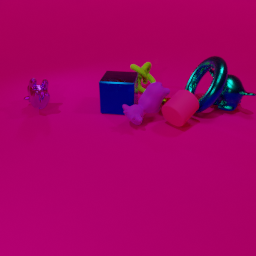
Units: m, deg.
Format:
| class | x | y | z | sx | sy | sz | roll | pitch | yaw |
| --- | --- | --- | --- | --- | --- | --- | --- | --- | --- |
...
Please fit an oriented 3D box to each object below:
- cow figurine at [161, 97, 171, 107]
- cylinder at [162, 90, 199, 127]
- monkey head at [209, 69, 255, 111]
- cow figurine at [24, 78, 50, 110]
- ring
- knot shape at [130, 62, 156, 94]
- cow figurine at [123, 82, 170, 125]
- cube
| class | x | y | z | sx | sy | sz | roll | pitch | yaw |
| --- | --- | --- | --- | --- | --- | --- | --- | --- | --- |
| cow figurine | 1.380 | -0.866 | 9.530 | 1.055 | 0.579 | 1.038 | 5 | 32 | -1 |
| cylinder | 1.553 | -0.592 | 8.320 | 0.806 | 0.806 | 0.806 | 27 | 61 | 39 |
| monkey head | 3.460 | -1.253 | 9.503 | 1.374 | 1.151 | 1.911 | -8 | 38 | -37 |
| cow figurine | -3.049 | -1.052 | 9.424 | 0.747 | 1.340 | 1.362 | 0 | 52 | -28 |
| ring | 2.493 | -1.424 | 9.207 | 0.399 | 1.997 | 1.997 | 23 | 24 | -18 |
| knot shape | 0.645 | -2.063 | 10.926 | 0.603 | 1.305 | 1.221 | -16 | 29 | 31 |
| cow figurine | 0.538 | -0.761 | 8.412 | 0.771 | 1.405 | 1.383 | 42 | 28 | 20 |
| cube | -0.284 | -1.203 | 9.495 | 1.145 | 1.145 | 1.145 | 4 | 30 | 7 |
